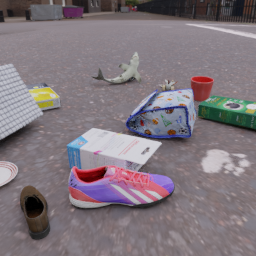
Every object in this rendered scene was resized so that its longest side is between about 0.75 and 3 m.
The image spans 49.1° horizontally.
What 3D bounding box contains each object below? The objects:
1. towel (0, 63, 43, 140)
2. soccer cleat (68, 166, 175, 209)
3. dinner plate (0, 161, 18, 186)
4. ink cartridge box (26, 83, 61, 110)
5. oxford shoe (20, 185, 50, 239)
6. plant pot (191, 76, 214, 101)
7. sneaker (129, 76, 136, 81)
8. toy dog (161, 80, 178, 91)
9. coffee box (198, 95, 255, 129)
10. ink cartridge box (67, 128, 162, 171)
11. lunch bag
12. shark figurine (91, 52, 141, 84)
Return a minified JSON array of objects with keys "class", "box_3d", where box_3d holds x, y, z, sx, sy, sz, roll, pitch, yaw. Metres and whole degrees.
[{"class":"towel","box_3d":[-4.410,-0.768,9.061,1.176,2.276,2.748,-23,14,27]},{"class":"soccer cleat","box_3d":[-0.119,1.278,6.483,2.494,0.913,0.851,-2,26,-5]},{"class":"dinner plate","box_3d":[-3.563,1.270,7.372,1.264,0.153,1.264,0,27,0]},{"class":"ink cartridge box","box_3d":[-4.502,-1.270,12.057,2.560,0.602,2.530,-12,29,-27]},{"class":"oxford shoe","box_3d":[-2.040,1.628,6.100,0.560,0.651,1.541,-16,29,-25]},{"class":"plant pot","box_3d":[3.290,-1.759,12.620,1.038,0.918,1.038,1,27,0]},{"class":"sneaker","box_3d":[0.235,-2.853,15.534,0.344,0.303,0.773,17,31,26]},{"class":"toy dog","box_3d":[2.067,-2.183,13.845,0.809,0.591,1.227,0,26,0]},{"class":"coffee box","box_3d":[4.133,-0.630,10.624,2.555,0.562,1.571,15,29,32]},{"class":"ink cartridge box","box_3d":[-0.346,0.748,7.642,2.262,0.767,1.302,11,27,26]},{"class":"lunch bag","box_3d":[1.156,-0.548,9.795,2.181,1.351,1.855,-4,23,22]},{"class":"shark figurine","box_3d":[-0.439,-2.783,15.027,2.722,1.626,1.136,-28,8,-15]}]
